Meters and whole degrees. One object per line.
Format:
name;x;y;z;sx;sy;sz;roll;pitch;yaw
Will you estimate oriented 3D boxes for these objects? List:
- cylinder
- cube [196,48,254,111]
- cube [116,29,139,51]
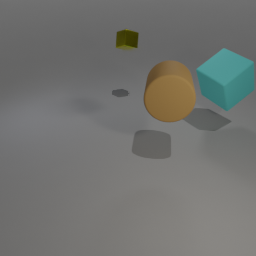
cylinder;1.197;-1.085;8.110;1.400;1.400;1.400;3;30;6
cube;3.582;-1.774;10.282;1.400;1.400;1.400;-37;47;-7
cube;-0.038;-3.782;12.078;0.700;0.700;0.700;1;4;-38
